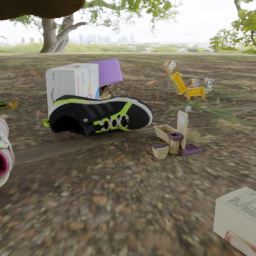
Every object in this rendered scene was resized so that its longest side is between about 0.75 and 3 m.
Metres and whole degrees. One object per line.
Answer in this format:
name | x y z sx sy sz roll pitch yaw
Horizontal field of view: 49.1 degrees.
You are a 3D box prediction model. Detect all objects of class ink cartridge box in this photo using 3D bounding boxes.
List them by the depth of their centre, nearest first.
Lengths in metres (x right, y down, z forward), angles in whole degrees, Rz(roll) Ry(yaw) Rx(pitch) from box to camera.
ink cartridge box | -1.764 -1.246 9.438 0.967 1.651 2.284 4 19 13

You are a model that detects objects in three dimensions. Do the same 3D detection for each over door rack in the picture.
over door rack | 2.612 -2.096 12.846 1.605 0.535 1.186 -8 -10 4

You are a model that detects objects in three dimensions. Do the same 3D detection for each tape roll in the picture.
tape roll | -1.719 -2.164 12.128 2.878 0.944 2.878 -14 7 2

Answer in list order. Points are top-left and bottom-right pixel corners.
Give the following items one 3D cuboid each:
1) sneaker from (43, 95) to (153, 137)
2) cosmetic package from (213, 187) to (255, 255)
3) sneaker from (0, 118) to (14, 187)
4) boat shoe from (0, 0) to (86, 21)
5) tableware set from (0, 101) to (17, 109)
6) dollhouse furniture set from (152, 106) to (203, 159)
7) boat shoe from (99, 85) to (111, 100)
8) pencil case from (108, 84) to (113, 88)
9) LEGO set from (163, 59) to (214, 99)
sneaker | -0.816 -0.130 7.682 2.976 1.067 1.233 3 43 9
cosmetic package | 1.775 1.314 3.460 0.664 0.561 1.285 -11 22 -28
sneaker | -2.630 0.564 5.156 1.159 1.069 2.627 0 27 -3
boat shoe | -2.444 -3.510 7.216 2.995 1.108 0.994 3 58 14
tableware set | -4.952 -0.766 10.231 1.702 0.261 1.147 -14 23 -37
dollhouse furniture set | 0.911 -0.090 6.845 1.223 1.096 1.544 -7 20 -21
boat shoe | -1.387 -1.439 11.589 0.675 0.673 1.870 13 22 34
pencil case | -1.826 -2.401 14.089 2.073 0.927 0.806 -9 2 -22
LEGO set | 2.386 -1.985 12.316 2.742 1.261 1.021 16 5 -25
